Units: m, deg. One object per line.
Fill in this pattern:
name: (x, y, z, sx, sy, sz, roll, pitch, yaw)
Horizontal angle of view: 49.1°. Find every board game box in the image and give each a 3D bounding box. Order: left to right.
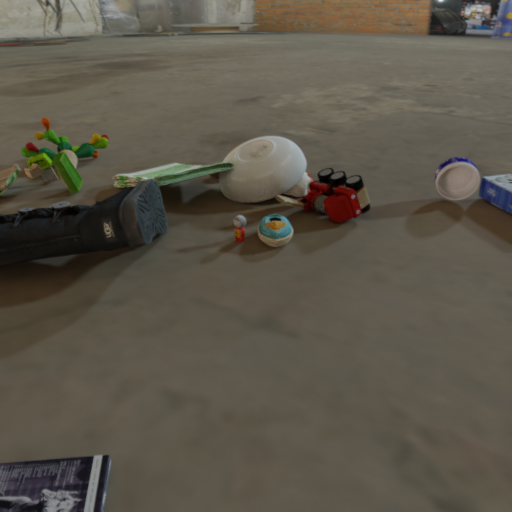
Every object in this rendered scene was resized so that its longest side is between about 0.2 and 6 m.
board game box: (6.622, -1.186, 12.019, 2.476, 0.540, 2.488, -8, 28, -15)

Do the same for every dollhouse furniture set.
dollhouse furniture set: (-5.337, -1.661, 13.179, 2.272, 0.877, 1.135, -18, 34, 6)

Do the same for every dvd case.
dvd case: (-2.291, 2.476, 5.408, 1.609, 0.129, 1.197, -3, 28, -6)

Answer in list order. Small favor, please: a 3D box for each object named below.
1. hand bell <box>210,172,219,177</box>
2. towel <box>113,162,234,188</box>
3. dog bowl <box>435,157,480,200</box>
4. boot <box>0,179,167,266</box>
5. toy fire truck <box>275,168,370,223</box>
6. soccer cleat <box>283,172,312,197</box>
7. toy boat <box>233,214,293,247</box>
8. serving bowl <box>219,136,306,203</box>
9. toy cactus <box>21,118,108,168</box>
hand bell: (-0.407, -2.271, 14.186, 1.605, 0.835, 0.835, -19, 31, -8)
towel: (-2.012, -1.919, 12.986, 1.951, 0.299, 2.557, -19, 16, -33)
dog bowl: (4.468, -1.720, 12.471, 0.925, 0.925, 0.364, 3, 39, 7)
boot: (-3.535, -0.529, 10.343, 3.410, 1.119, 2.811, -12, 9, 4)
toy fire truck: (1.353, -1.163, 11.750, 1.594, 1.026, 1.403, -36, 33, -18)
soccer cleat: (0.700, -2.082, 13.501, 0.859, 0.768, 2.216, 4, 30, -13)
toy boat: (0.137, -0.535, 10.783, 1.148, 0.533, 0.965, -3, 28, -6)
serving bowl: (0.068, -2.154, 12.954, 2.108, 0.693, 2.108, -12, 41, 11)
toy cactus: (-5.001, -2.816, 14.834, 2.280, 1.166, 1.881, -2, 36, -22)
